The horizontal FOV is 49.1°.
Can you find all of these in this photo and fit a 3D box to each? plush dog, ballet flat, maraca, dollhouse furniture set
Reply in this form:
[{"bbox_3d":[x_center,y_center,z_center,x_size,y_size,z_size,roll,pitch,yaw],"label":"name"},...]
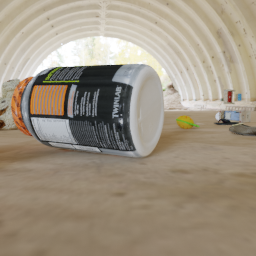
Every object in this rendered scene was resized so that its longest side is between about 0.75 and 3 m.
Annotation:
[{"bbox_3d":[-4.114,-0.507,9.586,2.122,1.702,1.822,-34,36,-25],"label":"plush dog"},{"bbox_3d":[3.444,0.009,7.309,0.596,0.410,1.768,-3,5,-32],"label":"ballet flat"},{"bbox_3d":[2.031,-0.172,9.568,0.594,0.464,0.867,10,8,-45],"label":"maraca"},{"bbox_3d":[5.269,-1.099,13.795,1.138,1.614,1.131,4,6,44],"label":"dollhouse furniture set"}]

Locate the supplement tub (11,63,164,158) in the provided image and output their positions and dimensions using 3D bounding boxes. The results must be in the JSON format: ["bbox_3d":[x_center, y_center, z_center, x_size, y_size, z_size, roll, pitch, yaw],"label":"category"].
[{"bbox_3d":[-0.672,-0.314,4.571,2.286,1.401,1.401,5,6,26],"label":"supplement tub"}]

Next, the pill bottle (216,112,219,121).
[{"bbox_3d":[4.895,-0.601,14.694,0.491,0.491,0.873,3,5,32],"label":"pill bottle"}]

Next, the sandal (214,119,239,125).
[{"bbox_3d":[4.142,-0.270,11.851,1.118,0.268,0.420,-1,5,-13],"label":"sandal"}]
